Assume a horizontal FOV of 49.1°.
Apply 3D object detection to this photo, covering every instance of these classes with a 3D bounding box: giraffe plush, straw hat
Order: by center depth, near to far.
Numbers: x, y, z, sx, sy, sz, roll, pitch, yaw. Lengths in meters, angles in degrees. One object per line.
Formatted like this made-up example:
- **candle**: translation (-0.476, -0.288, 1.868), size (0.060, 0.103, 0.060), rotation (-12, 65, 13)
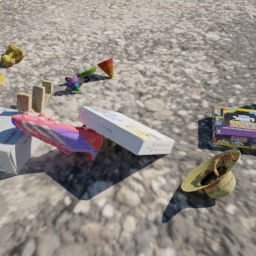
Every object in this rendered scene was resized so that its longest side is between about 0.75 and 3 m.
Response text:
- **straw hat**: translation (2.252, 1.328, 7.009), size (1.714, 1.714, 0.725), rotation (-38, 96, -37)
- **giraffe plush**: translation (-5.257, -3.170, 12.475), size (1.065, 0.919, 0.863), rotation (15, 63, 2)

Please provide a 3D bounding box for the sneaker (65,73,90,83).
- **sneaker**: translation (-2.067, -2.038, 11.420), size (1.011, 0.336, 0.457), rotation (-6, 37, -13)

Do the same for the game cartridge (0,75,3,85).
- **game cartridge**: translation (-5.697, -1.720, 11.112), size (1.174, 0.216, 1.332), rotation (-4, 41, -5)

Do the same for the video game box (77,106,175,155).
- **video game box**: translation (-0.009, 0.085, 7.945), size (2.172, 0.508, 1.979), rotation (28, 9, 30)

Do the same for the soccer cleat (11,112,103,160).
- **soccer cleat**: translation (-1.924, 0.229, 7.653), size (2.507, 0.958, 0.836), rotation (13, 9, -17)

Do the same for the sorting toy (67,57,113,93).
- **sorting toy**: translation (-1.349, -2.053, 11.207), size (2.265, 0.780, 0.785), rotation (-36, 20, -30)

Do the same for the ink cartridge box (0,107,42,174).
- **ink cartridge box**: translation (-3.879, 0.257, 8.149), size (2.310, 0.956, 1.683), rotation (11, 41, 12)

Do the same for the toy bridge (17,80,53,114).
- **toy bridge**: translation (-3.040, -0.933, 9.433), size (0.390, 0.964, 2.866), rotation (8, 17, -3)

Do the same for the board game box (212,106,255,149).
- **board game box**: translation (3.588, -0.029, 8.867), size (1.755, 0.498, 1.450), rotation (7, 39, 8)
